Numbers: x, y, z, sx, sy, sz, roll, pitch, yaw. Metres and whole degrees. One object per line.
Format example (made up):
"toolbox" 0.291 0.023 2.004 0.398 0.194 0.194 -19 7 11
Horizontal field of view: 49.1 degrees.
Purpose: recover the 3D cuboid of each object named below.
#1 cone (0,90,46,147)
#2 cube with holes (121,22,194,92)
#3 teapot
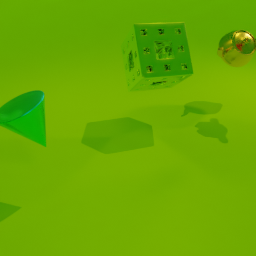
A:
"cone" -1.635 -0.011 4.816 0.920 0.924 0.920 -16 34 11
"cube with holes" 0.697 -1.796 7.295 1.326 1.326 1.326 -8 -4 -15
"teapot" 3.431 -2.529 8.770 1.889 1.174 0.925 -18 -8 -17
